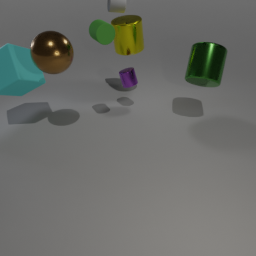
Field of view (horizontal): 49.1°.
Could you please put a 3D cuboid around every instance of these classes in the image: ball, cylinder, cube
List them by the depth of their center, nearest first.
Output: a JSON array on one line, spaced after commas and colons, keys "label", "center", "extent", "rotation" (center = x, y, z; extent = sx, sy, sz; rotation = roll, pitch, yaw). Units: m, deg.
[{"label": "ball", "center": [-2.506, -2.486, 9.275], "extent": [1.400, 1.400, 1.400], "rotation": [0, 31, 0]}, {"label": "cylinder", "center": [-0.881, -3.244, 9.466], "extent": [0.700, 0.700, 0.700], "rotation": [-15, 36, -23]}, {"label": "cube", "center": [-4.256, -2.121, 10.556], "extent": [1.400, 1.400, 1.400], "rotation": [-22, -5, 23]}, {"label": "cylinder", "center": [3.064, -2.460, 11.037], "extent": [1.400, 1.400, 1.400], "rotation": [13, -2, 0]}, {"label": "cylinder", "center": [-0.489, -5.351, 12.060], "extent": [0.700, 0.700, 0.700], "rotation": [-2, 30, -14]}, {"label": "cylinder", "center": [0.018, -2.223, 12.341], "extent": [0.700, 0.700, 0.700], "rotation": [-15, 25, 7]}, {"label": "cylinder", "center": [-0.002, -4.248, 12.806], "extent": [1.400, 1.400, 1.400], "rotation": [-5, 38, 4]}]
